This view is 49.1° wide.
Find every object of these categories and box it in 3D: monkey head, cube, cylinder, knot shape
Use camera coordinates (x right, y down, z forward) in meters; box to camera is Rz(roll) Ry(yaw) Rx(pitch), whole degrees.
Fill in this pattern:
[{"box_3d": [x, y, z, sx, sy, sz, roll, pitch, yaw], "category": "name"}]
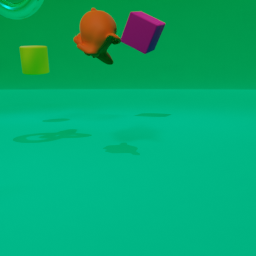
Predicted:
[{"box_3d": [-0.396, -1.381, 4.294, 0.783, 0.656, 1.089, 28, 23, -43], "category": "monkey head"}, {"box_3d": [0.524, -3.341, 9.772, 1.038, 1.038, 1.038, 30, 31, 10], "category": "cube"}, {"box_3d": [-2.883, -2.103, 8.656, 0.804, 0.804, 0.804, 0, 20, 0], "category": "cylinder"}, {"box_3d": [-2.432, -2.753, 4.807, 1.687, 1.803, 0.833, -24, -5, -32], "category": "knot shape"}]
